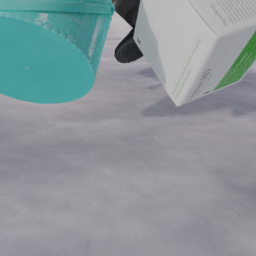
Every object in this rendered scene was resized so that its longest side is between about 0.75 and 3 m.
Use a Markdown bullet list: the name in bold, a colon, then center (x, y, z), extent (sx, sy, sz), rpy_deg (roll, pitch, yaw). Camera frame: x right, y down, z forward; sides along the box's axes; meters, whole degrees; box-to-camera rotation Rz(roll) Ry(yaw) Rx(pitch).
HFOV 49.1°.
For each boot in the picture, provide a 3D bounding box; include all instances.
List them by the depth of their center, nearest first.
- **boot**: center (0.066, -3.648, 9.681), extent (2.157, 0.859, 2.616), rpy_deg (-32, 56, 5)

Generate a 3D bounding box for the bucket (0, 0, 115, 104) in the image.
- **bucket**: center (-1.827, -1.960, 5.596), extent (3.037, 3.037, 1.976), rpy_deg (2, 64, 4)

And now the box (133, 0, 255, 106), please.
- **box**: center (1.671, -2.327, 6.316), extent (2.105, 2.446, 2.458), rpy_deg (-22, 69, -17)
